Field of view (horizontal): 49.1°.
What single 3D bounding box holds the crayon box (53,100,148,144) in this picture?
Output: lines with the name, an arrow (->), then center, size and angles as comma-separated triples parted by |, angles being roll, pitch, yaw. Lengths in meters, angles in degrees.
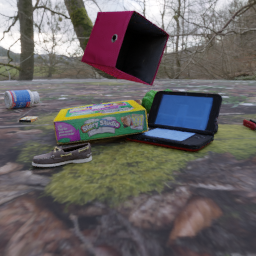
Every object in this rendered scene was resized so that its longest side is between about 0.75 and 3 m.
crayon box -> -0.968, -0.285, 9.821 | 2.882, 0.840, 2.487 | -8, 14, -6

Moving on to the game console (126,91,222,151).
game console -> 1.493, -0.359, 9.190 | 2.540, 1.508, 2.189 | 8, 15, 34

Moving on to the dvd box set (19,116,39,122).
dvd box set -> -4.419, -0.388, 12.499 | 0.568, 0.114, 0.777 | 2, 13, 6

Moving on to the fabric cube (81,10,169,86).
fabric cube -> -0.108, -2.614, 9.192 | 1.839, 1.804, 1.833 | 15, 6, -45

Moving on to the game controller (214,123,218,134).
game controller -> 2.341, -0.072, 10.685 | 2.098, 0.442, 1.094 | 5, 28, 21

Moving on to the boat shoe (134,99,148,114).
boat shoe -> 0.353, -0.942, 13.437 | 0.740, 0.789, 2.192 | 0, 15, -10

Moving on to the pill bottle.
pill bottle -> -6.149, -1.697, 16.307 | 1.793, 1.006, 1.006 | -12, 17, -41

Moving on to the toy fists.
toy fists -> 1.591, -1.060, 12.645 | 2.635, 1.343, 0.906 | -13, -23, -46

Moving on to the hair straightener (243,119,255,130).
hair straightener -> 5.042, -0.045, 10.479 | 0.613, 0.326, 1.594 | -3, 13, -15

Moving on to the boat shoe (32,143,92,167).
boat shoe -> -1.644, 0.667, 7.029 | 1.482, 0.441, 0.532 | -5, 13, -20
